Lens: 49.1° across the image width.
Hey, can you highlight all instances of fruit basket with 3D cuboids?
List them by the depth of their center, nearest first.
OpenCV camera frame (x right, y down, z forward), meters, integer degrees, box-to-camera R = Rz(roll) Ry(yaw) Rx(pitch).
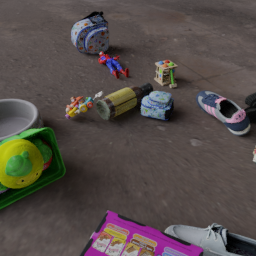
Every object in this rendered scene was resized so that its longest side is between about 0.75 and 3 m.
[{"bbox_3d":[-2.588,0.951,6.634,2.412,1.740,2.412,-9,25,4],"label":"fruit basket"}]

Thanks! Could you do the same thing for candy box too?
[{"bbox_3d":[-0.140,3.050,4.565,2.022,0.904,2.965,16,40,20],"label":"candy box"}]

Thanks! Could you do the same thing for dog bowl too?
[{"bbox_3d":[-3.927,-0.026,8.799,2.616,0.767,2.616,1,37,-1],"label":"dog bowl"}]

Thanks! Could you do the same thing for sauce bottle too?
[{"bbox_3d":[-0.020,-1.054,10.150,0.796,0.796,2.459,30,41,34],"label":"sauce bottle"}]

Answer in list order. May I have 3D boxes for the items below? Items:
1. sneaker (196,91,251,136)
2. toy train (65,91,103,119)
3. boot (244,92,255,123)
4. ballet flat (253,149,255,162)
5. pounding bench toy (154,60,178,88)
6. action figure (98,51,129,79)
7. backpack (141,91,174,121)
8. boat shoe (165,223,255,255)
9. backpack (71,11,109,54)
[{"bbox_3d":[3.110,-0.804,9.461,0.867,1.013,2.471,-40,43,-2],"label":"sneaker"},{"bbox_3d":[-1.657,-0.917,9.638,1.631,0.454,1.225,-15,34,44],"label":"toy train"},{"bbox_3d":[4.451,-0.762,9.879,1.563,0.588,1.169,-2,43,-21],"label":"boot"},{"bbox_3d":[4.635,0.194,8.347,1.127,0.952,2.980,24,42,26],"label":"ballet flat"},{"bbox_3d":[1.691,-2.268,11.679,0.692,0.869,1.114,-17,40,-21],"label":"pounding bench toy"},{"bbox_3d":[-0.780,-3.032,12.981,0.801,0.633,2.448,-19,38,-20],"label":"action figure"},{"bbox_3d":[1.015,-0.831,9.836,1.090,0.801,0.997,8,34,17],"label":"backpack"},{"bbox_3d":[1.837,2.291,5.578,2.207,0.786,0.770,15,26,15],"label":"boat shoe"},{"bbox_3d":[-1.894,-4.625,14.203,1.861,1.954,1.505,-19,54,-18],"label":"backpack"}]
